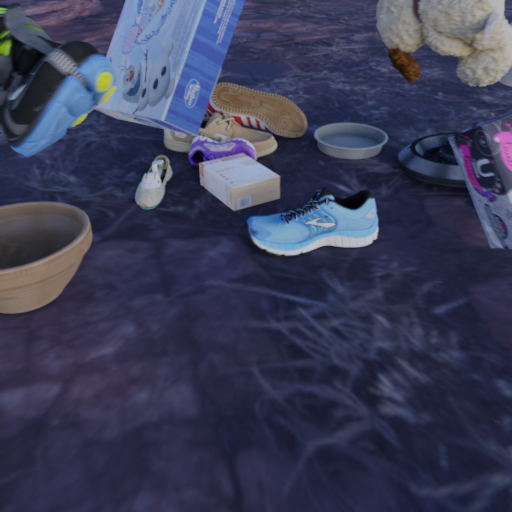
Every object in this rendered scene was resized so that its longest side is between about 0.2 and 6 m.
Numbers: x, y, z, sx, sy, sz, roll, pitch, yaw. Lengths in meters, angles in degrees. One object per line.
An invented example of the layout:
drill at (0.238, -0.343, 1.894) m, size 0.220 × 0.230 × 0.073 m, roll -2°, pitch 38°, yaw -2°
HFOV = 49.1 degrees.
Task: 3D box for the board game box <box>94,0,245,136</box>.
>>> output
board game box at (-1.304, -3.472, 8.479) m, size 0.654 × 3.016 × 3.001 m, roll 17°, pitch 6°, yaw -38°

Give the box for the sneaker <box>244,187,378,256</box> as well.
sneaker at (0.864, -0.654, 8.765) m, size 2.175 × 0.978 × 0.853 m, roll -8°, pitch 34°, yaw -12°

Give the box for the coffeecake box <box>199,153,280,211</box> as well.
coffeecake box at (-0.322, -1.398, 10.393) m, size 0.993 × 0.472 × 1.293 m, roll -18°, pitch 37°, yaw -26°

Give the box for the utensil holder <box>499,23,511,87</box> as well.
utensil holder at (4.428, -3.368, 9.060) m, size 1.055 × 1.055 × 1.241 m, roll 4°, pitch 6°, yaw 5°

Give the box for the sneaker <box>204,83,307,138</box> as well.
sneaker at (-0.095, -3.225, 12.876) m, size 2.387 × 0.850 × 1.343 m, roll 15°, pitch -7°, yaw -22°

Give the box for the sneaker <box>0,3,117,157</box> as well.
sneaker at (-2.359, -1.787, 5.439) m, size 1.067 × 1.247 × 3.010 m, roll -45°, pitch 38°, yaw -16°

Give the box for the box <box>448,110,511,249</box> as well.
box at (2.432, -0.731, 5.143) m, size 0.781 × 1.183 × 0.678 m, roll -24°, pitch 4°, yaw -6°

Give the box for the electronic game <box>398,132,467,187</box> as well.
electronic game at (4.107, -1.916, 11.140) m, size 2.514 × 0.523 × 2.514 m, roll -4°, pitch 29°, yaw 2°

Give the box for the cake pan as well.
cake pan at (2.063, -2.524, 12.315) m, size 1.605 × 0.294 × 1.605 m, roll 0°, pitch 32°, yaw 0°

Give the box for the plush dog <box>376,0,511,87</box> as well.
plush dog at (1.974, -2.714, 6.162) m, size 1.414 × 1.647 × 1.321 m, roll 5°, pitch 6°, yaw 42°

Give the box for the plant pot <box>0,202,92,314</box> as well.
plant pot at (-3.213, 0.098, 7.563) m, size 2.070 × 0.955 × 2.070 m, roll -2°, pitch 31°, yaw 1°

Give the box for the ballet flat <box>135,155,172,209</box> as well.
ballet flat at (-1.927, -1.421, 10.422) m, size 0.528 × 0.488 × 1.565 m, roll 1°, pitch 33°, yaw 2°

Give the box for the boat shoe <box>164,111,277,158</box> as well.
boat shoe at (-0.810, -2.621, 11.977) m, size 2.535 × 0.818 × 0.904 m, roll 7°, pitch 33°, yaw 10°

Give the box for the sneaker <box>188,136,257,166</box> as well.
sneaker at (-0.735, -2.012, 11.327) m, size 1.498 × 0.603 × 0.662 m, roll 8°, pitch 40°, yaw 21°
